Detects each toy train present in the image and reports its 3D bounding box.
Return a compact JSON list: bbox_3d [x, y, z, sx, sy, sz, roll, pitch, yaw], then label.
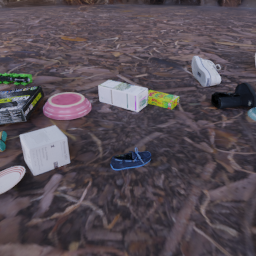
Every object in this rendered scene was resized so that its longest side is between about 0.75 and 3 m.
[{"bbox_3d":[-6.199,-2.552,14.265,2.723,0.568,0.768,5,20,8],"label":"toy train"}]

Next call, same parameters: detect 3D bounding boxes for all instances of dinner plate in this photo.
[{"bbox_3d":[-3.295,1.443,7.420,1.251,0.152,1.251,-16,24,7],"label":"dinner plate"}]

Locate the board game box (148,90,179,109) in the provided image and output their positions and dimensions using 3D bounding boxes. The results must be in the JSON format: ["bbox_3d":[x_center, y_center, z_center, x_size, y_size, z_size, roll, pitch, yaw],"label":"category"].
[{"bbox_3d":[1.404,-1.246,12.147,1.440,0.343,0.732,17,34,27],"label":"board game box"}]

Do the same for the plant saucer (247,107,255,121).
[{"bbox_3d":[5.475,-0.548,11.106,1.363,0.187,1.363,0,31,0],"label":"plant saucer"}]

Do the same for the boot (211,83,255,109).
[{"bbox_3d":[4.398,-1.394,11.966,1.691,0.769,2.013,0,27,3],"label":"boot"}]

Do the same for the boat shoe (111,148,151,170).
[{"bbox_3d":[0.132,0.908,8.297,1.296,0.445,0.545,-16,33,-25],"label":"boat shoe"}]

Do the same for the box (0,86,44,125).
[{"bbox_3d":[-4.789,-0.859,10.957,2.431,0.578,2.348,-7,27,6],"label":"box"}]

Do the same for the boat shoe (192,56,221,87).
[{"bbox_3d":[4.168,-3.005,14.540,1.184,1.026,2.776,-3,32,-4],"label":"boat shoe"}]

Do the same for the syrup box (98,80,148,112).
[{"bbox_3d":[-0.212,-1.393,11.911,2.031,0.827,0.800,18,37,28],"label":"syrup box"}]

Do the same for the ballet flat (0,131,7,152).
[{"bbox_3d":[-4.180,0.489,9.168,0.313,0.341,0.992,-26,36,4],"label":"ballet flat"}]

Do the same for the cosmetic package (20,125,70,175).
[{"bbox_3d":[-2.442,0.632,8.283,1.131,0.932,0.933,-19,35,-29],"label":"cosmetic package"}]

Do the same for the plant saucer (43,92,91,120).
[{"bbox_3d":[-2.505,-0.977,11.532,1.961,0.497,1.961,0,30,0],"label":"plant saucer"}]
